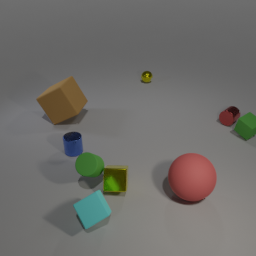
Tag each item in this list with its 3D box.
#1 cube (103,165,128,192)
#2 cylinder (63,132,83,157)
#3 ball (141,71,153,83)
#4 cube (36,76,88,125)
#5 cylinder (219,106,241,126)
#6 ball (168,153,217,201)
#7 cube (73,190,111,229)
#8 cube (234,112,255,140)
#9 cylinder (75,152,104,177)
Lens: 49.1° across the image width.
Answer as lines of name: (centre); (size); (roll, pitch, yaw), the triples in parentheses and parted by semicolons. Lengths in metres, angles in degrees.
cube: (-0.364, 1.550, 8.677); (0.700, 0.700, 0.700); (1, 1, 5)
cylinder: (-2.068, 0.603, 10.545); (0.700, 0.700, 0.700); (0, 30, 0)
ball: (1.135, -3.081, 16.817); (0.700, 0.700, 0.700); (0, 30, 0)
cube: (-2.905, -1.244, 12.538); (1.400, 1.400, 1.400); (-21, 23, 23)
cylinder: (4.525, -0.544, 12.458); (0.700, 0.700, 0.700); (25, 38, 35)
ball: (1.891, 1.441, 8.285); (1.400, 1.400, 1.400); (0, 30, 0)
cube: (-0.929, 2.140, 7.445); (0.700, 0.700, 0.700); (-30, -8, -3)
cube: (4.871, -0.083, 11.339); (0.700, 0.700, 0.700); (-26, 54, -23)
cylinder: (-1.142, 1.124, 8.462); (0.700, 0.700, 0.700); (9, -10, 14)
